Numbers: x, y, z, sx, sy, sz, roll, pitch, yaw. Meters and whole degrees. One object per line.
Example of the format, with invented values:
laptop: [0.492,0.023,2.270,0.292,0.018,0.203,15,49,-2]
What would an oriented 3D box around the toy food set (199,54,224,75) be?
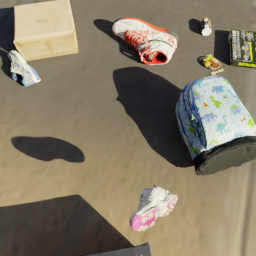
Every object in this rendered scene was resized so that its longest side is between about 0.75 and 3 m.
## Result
toy food set: [3.273,-2.533,10.908,0.662,0.192,0.959,-23,62,-13]

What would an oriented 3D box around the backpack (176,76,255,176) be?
backpack: [2.630,-0.250,8.696,2.234,2.105,2.738,-13,49,-8]

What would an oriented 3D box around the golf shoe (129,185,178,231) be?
golf shoe: [0.435,1.688,6.060,0.722,0.594,1.578,36,25,28]

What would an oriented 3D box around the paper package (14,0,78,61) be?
paper package: [-3.260,-3.928,11.149,2.253,1.165,2.147,-11,60,-6]

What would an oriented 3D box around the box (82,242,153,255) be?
box: [-0.485,4.265,6.049,2.511,1.436,2.758,-7,52,-5]

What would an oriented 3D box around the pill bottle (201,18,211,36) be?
pill bottle: [3.286,-4.305,11.819,0.404,0.404,0.761,3,60,2]

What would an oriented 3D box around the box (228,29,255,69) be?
box: [4.926,-3.130,11.139,1.711,0.421,1.772,8,59,3]

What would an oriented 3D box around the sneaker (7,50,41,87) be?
sneaker: [-4.089,-2.217,10.460,0.783,0.708,1.838,-41,66,-14]

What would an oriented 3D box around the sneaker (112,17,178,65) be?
sneaker: [0.496,-3.371,10.967,2.775,0.927,1.487,17,59,7]
